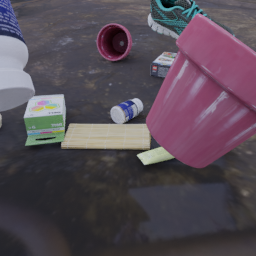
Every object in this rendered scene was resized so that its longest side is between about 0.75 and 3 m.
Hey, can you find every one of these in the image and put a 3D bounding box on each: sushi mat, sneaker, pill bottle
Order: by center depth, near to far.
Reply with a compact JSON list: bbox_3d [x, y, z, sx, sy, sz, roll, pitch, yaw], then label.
[{"bbox_3d":[-2.420,-1.489,4.442,1.378,2.381,1.378,-22,-5,-2],"label":"pill bottle"},{"bbox_3d":[-0.526,0.198,7.419,2.280,0.138,1.091,0,32,1],"label":"sushi mat"},{"bbox_3d":[1.679,-3.082,7.919,2.771,1.264,1.075,29,72,22],"label":"sneaker"},{"bbox_3d":[-0.014,-0.508,8.130,0.534,0.534,0.923,27,41,34],"label":"pill bottle"}]

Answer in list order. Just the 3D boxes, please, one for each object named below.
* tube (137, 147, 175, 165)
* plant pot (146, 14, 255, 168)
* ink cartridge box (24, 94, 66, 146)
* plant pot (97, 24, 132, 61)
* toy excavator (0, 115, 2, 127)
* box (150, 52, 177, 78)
[{"bbox_3d":[0.952,0.581,6.689,1.414,0.410,0.367,-13,71,-15],"label":"tube"},{"bbox_3d":[1.177,-0.388,3.966,1.806,1.617,1.806,30,24,-15],"label":"plant pot"},{"bbox_3d":[-2.242,-0.295,7.662,0.985,0.562,1.896,-5,30,-8],"label":"ink cartridge box"},{"bbox_3d":[-0.455,-3.787,12.404,1.518,1.518,1.359,10,19,14],"label":"plant pot"},{"bbox_3d":[-4.541,-0.062,7.277,1.821,0.910,1.771,24,41,0],"label":"toy excavator"},{"bbox_3d":[2.481,-2.296,10.845,2.887,0.501,1.589,15,37,22],"label":"box"}]
